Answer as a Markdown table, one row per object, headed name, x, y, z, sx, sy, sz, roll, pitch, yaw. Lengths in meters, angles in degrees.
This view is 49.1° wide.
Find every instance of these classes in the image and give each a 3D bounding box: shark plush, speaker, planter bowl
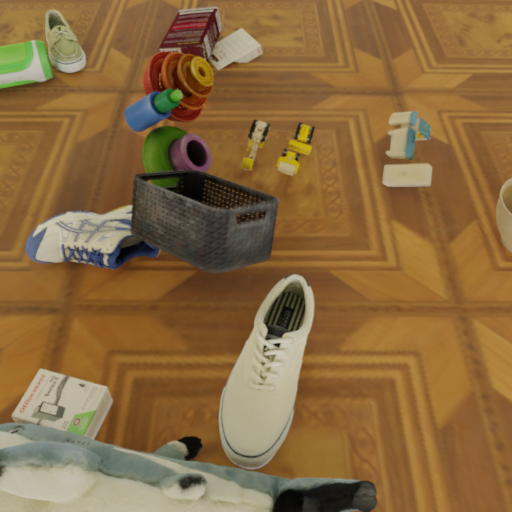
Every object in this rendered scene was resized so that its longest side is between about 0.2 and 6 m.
| name | x | y | z | sx | sy | sz | roll | pitch | yaw |
| --- | --- | --- | --- | --- | --- | --- | --- | --- | --- |
| shark plush | -0.946 | 2.366 | 6.128 | 4.533 | 2.059 | 1.888 | -8 | 13 | -4 |
| speaker | -5.575 | -4.073 | 12.133 | 2.098 | 0.928 | 0.928 | -15 | 51 | -13 |
| planter bowl | 4.497 | -0.534 | 9.028 | 1.369 | 0.922 | 1.369 | 0 | 49 | 0 |

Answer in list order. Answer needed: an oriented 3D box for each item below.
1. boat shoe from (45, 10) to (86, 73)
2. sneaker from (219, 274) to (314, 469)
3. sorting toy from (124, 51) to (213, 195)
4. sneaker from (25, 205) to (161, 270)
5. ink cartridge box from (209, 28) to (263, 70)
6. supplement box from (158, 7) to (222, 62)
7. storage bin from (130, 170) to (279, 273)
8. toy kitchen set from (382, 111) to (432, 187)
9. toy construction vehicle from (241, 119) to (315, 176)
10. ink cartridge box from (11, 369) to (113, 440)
| name | x | y | z | sx | sy | sz | roll | pitch | yaw |
| --- | --- | --- | --- | --- | --- | --- | --- | --- | --- |
| boat shoe | -4.587 | -5.031 | 13.110 | 0.771 | 0.664 | 2.142 | -22 | 52 | -18 |
| sneaker | 0.137 | 1.363 | 7.350 | 0.979 | 0.949 | 2.680 | 10 | 50 | 9 |
| sorting toy | -1.242 | -2.366 | 9.531 | 1.109 | 1.623 | 2.701 | -15 | 78 | 39 |
| sneaker | -2.528 | -0.197 | 8.821 | 2.111 | 0.795 | 0.930 | -15 | 50 | -12 |
| ink cartridge box | -0.564 | -4.811 | 13.273 | 1.170 | 0.293 | 0.949 | -34 | 55 | -3 |
| supplement box | -1.510 | -5.120 | 13.164 | 1.036 | 0.580 | 1.904 | 1 | 48 | 14 |
| storage bin | -0.790 | -0.573 | 8.219 | 1.966 | 0.922 | 1.329 | 23 | 25 | 37 |
| toy kitchen set | 2.976 | -1.889 | 10.329 | 0.811 | 1.103 | 1.377 | 5 | 86 | 34 |
| toy construction vehicle | 0.414 | -2.035 | 10.706 | 1.226 | 0.496 | 1.408 | 16 | 53 | -1 |
| ink cartridge box | -2.473 | 1.958 | 7.187 | 0.991 | 0.416 | 0.721 | 12 | 50 | 10 |
